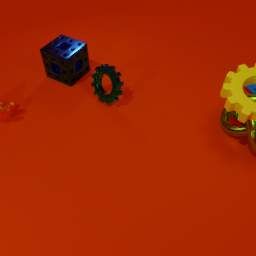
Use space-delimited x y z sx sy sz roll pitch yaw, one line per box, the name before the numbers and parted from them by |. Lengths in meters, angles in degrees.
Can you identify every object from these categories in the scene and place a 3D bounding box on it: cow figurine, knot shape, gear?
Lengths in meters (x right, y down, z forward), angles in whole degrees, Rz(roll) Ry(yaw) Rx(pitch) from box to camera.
cow figurine | -4.149 -0.557 8.446 1.262 1.241 0.693 34 37 -18
knot shape | 3.242 -0.286 7.489 0.855 1.731 1.850 -26 58 -10
gear | -0.664 -1.377 8.784 1.211 1.211 0.224 35 35 27
gear | 3.210 -0.828 6.793 1.783 0.330 1.783 -2 56 2

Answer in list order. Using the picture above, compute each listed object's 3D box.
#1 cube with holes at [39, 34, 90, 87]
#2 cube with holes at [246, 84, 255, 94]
cube with holes | -2.137 -2.347 9.702 1.119 1.119 1.119 24 53 20
cube with holes | 4.500 -1.530 9.043 0.825 0.825 0.825 -24 66 -27
